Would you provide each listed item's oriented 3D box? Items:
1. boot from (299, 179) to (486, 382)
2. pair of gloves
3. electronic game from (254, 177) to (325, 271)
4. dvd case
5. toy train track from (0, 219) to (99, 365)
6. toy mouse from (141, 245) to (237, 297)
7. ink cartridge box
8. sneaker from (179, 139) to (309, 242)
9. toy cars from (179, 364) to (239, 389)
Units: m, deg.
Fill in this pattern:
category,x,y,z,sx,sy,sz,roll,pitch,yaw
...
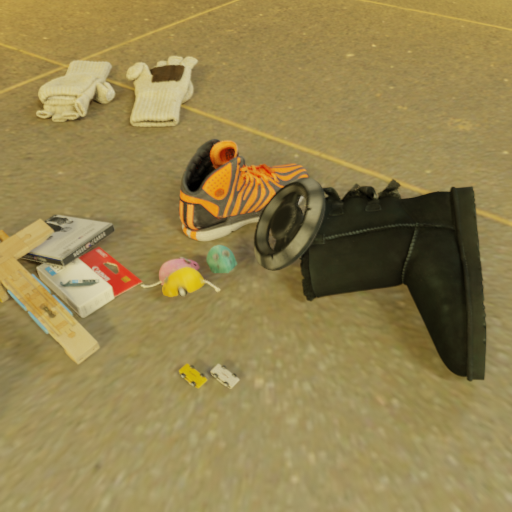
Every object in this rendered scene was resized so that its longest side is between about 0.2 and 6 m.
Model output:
category,x,y,z,sx,sy,sz,roll,pitch,yaw
boot,1.859,0.285,7.885,2.459,1.110,3.000,-4,62,17
pair of gloves,-3.285,-4.049,13.305,3.517,0.617,2.990,4,41,6
electronic game,0.463,-0.480,8.245,0.310,1.488,1.488,28,30,-30
dvd case,-3.164,-0.272,9.002,1.472,0.182,1.106,10,38,33
toy train track,-3.340,0.522,8.106,3.072,0.500,1.762,37,59,24
toy mouse,-0.891,0.138,8.327,1.719,0.333,1.528,-10,18,33
ink cartridge box,-2.554,0.285,8.579,1.234,0.276,1.087,32,51,32
sneaker,-0.113,-1.330,9.508,2.643,1.481,1.025,-29,49,-29
toy cars,-0.606,1.570,7.199,0.774,0.171,0.347,1,46,-3
